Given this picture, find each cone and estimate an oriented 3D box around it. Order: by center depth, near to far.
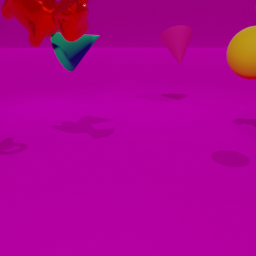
[{"bbox_3d":[-1.176,-2.086,6.986,1.043,1.040,1.040,-20,13,15],"label":"cone"},{"bbox_3d":[1.896,-2.960,10.564,1.240,1.245,1.240,-5,-13,-1],"label":"cone"}]

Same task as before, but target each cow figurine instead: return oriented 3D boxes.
[{"bbox_3d":[-1.613,-2.349,5.548,1.678,1.705,0.936,-31,19,51],"label":"cow figurine"}]

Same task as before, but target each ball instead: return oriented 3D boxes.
[{"bbox_3d":[1.913,-1.131,4.246,0.786,0.786,0.786,0,18,0],"label":"ball"}]
